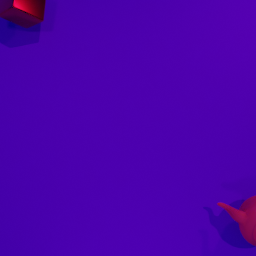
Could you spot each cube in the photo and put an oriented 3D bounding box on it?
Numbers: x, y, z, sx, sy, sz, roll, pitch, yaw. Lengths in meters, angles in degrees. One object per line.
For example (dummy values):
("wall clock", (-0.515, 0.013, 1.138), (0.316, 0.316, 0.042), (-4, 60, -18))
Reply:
("cube", (-2.749, -3.245, 7.294), (0.855, 0.855, 0.855), (0, 83, 40))

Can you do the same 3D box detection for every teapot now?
("teapot", (3.022, 2.058, 6.444), (1.917, 0.939, 1.192), (13, 107, -10))
